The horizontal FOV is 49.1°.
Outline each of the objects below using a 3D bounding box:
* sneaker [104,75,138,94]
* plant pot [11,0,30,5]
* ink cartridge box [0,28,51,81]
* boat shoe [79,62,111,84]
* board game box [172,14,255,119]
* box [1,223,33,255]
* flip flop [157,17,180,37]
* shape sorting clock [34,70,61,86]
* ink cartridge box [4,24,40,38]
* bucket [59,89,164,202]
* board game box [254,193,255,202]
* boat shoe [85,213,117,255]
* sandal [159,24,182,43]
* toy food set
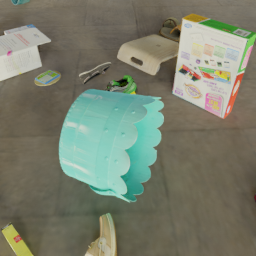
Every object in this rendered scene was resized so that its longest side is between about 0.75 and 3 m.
[{"bbox_3d":[-0.579,-1.113,8.885,1.786,0.761,0.697,-32,44,-11],"label":"sneaker"},{"bbox_3d":[-6.265,-7.695,16.396,0.916,0.916,0.861,33,37,30],"label":"plant pot"},{"bbox_3d":[-4.668,-2.919,11.153,2.971,1.008,1.711,-28,50,-27],"label":"ink cartridge box"},{"bbox_3d":[-1.163,-2.003,10.320,1.317,0.375,0.440,-21,-3,14],"label":"boat shoe"},{"bbox_3d":[2.523,-1.894,8.802,2.101,2.746,0.554,32,51,29],"label":"board game box"},{"bbox_3d":[-2.311,2.476,5.903,0.246,0.370,0.983,-32,51,-30],"label":"box"},{"bbox_3d":[1.960,-4.844,13.464,0.922,0.654,2.273,17,46,17],"label":"flip flop"},{"bbox_3d":[-3.047,-1.885,10.652,1.011,0.198,1.011,-3,44,3],"label":"shape sorting clock"},{"bbox_3d":[-4.801,-4.198,12.833,1.342,0.576,0.982,-26,48,-24],"label":"ink cartridge box"},{"bbox_3d":[-0.302,0.325,6.668,1.697,2.609,2.609,14,45,18],"label":"bucket"},{"bbox_3d":[3.557,2.116,6.258,0.943,0.254,1.572,-3,40,3],"label":"board game box"},{"bbox_3d":[-0.547,2.553,5.603,0.617,0.658,1.784,1,44,-8],"label":"boat shoe"},{"bbox_3d":[2.656,-4.298,12.678,2.475,0.675,1.011,10,43,-2],"label":"sandal"},{"bbox_3d":[1.187,-3.018,11.562,1.949,0.820,2.716,32,44,30],"label":"toy food set"}]
